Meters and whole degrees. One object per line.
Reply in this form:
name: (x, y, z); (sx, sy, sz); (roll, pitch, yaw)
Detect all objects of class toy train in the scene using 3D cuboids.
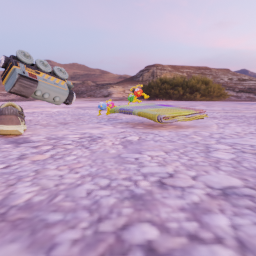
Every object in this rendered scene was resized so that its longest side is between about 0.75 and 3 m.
toy train: (-3.031, -1.585, 9.648); (1.165, 1.558, 2.735); (-43, -38, 25)

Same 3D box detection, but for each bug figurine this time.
bug figurine: (-0.322, -1.235, 12.979); (2.500, 0.643, 1.939); (-21, -3, -1)

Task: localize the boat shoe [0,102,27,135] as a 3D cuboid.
boat shoe: (-3.268, -0.318, 7.860); (0.884, 0.813, 2.474); (6, 5, -21)

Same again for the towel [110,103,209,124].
towel: (0.945, -0.539, 9.560); (2.151, 0.341, 2.995); (-8, 13, -34)
